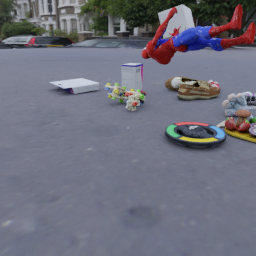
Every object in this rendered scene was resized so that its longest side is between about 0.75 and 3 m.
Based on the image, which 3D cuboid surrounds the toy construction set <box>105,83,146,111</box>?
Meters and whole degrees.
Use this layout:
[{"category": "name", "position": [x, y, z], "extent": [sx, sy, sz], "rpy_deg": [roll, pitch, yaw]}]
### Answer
[{"category": "toy construction set", "position": [-0.025, -1.300, 11.260], "extent": [1.233, 0.866, 1.880], "rpy_deg": [15, 15, -40]}]

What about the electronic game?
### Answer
[{"category": "electronic game", "position": [1.908, 0.142, 7.985], "extent": [1.714, 0.357, 1.714], "rpy_deg": [0, 20, 0]}]

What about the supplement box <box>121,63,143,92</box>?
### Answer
[{"category": "supplement box", "position": [0.199, -2.190, 12.849], "extent": [0.758, 1.467, 0.742], "rpy_deg": [11, 22, 31]}]

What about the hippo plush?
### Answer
[{"category": "hippo plush", "position": [3.996, -0.890, 10.096], "extent": [1.109, 0.883, 0.891], "rpy_deg": [7, 22, 20]}]

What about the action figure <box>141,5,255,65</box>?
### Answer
[{"category": "action figure", "position": [1.275, -2.060, 5.836], "extent": [0.829, 1.257, 2.539], "rpy_deg": [28, -21, -38]}]

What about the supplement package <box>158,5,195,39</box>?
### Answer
[{"category": "supplement package", "position": [1.927, -4.059, 10.850], "extent": [0.983, 0.971, 1.622], "rpy_deg": [-10, 12, 24]}]

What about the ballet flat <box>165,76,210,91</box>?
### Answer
[{"category": "ballet flat", "position": [2.842, -2.145, 13.718], "extent": [2.234, 0.758, 0.808], "rpy_deg": [13, 3, 19]}]

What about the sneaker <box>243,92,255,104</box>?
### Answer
[{"category": "sneaker", "position": [4.929, -1.167, 11.511], "extent": [0.951, 0.528, 1.360], "rpy_deg": [-9, 12, -19]}]

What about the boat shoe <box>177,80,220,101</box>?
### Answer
[{"category": "boat shoe", "position": [3.208, -1.718, 12.532], "extent": [2.125, 0.785, 0.804], "rpy_deg": [-8, 21, -22]}]

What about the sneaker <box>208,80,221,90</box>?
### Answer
[{"category": "sneaker", "position": [4.394, -1.985, 14.050], "extent": [1.169, 0.458, 0.675], "rpy_deg": [2, 48, -49]}]

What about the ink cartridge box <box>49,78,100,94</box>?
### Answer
[{"category": "ink cartridge box", "position": [-2.749, -2.122, 14.231], "extent": [1.964, 0.425, 1.928], "rpy_deg": [-16, 25, -32]}]

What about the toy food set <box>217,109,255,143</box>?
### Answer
[{"category": "toy food set", "position": [3.563, -0.136, 8.317], "extent": [1.175, 0.652, 1.997], "rpy_deg": [-18, 26, -41]}]
